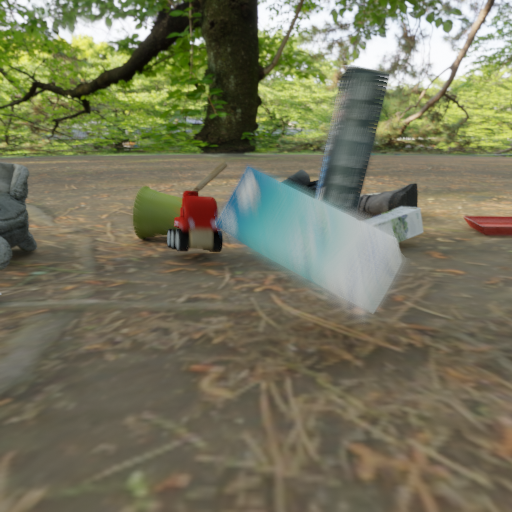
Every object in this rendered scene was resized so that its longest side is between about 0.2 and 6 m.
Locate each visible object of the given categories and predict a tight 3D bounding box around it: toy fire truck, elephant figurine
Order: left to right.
[{"bbox_3d":[-4.915,-0.705,10.167,3.088,2.395,2.185,14,-26,12],"label":"elephant figurine"},{"bbox_3d":[-0.976,-0.921,10.119,1.056,1.641,1.444,1,4,-17],"label":"toy fire truck"}]

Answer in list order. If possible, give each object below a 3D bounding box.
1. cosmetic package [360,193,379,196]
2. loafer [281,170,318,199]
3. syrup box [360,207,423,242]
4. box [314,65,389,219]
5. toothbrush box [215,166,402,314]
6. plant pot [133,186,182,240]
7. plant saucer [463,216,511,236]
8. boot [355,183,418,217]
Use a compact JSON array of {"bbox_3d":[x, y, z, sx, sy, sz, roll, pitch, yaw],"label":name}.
[{"bbox_3d":[3.548,-1.647,16.762,0.913,0.398,0.472,-8,16,-33],"label":"cosmetic package"},{"bbox_3d":[1.142,-1.802,15.626,3.425,1.202,1.163,-5,14,-19],"label":"loafer"},{"bbox_3d":[2.678,-0.561,11.228,1.343,0.529,0.547,-20,18,-28],"label":"syrup box"},{"bbox_3d":[1.850,-2.071,11.808,0.792,3.442,2.736,12,14,2],"label":"box"},{"bbox_3d":[0.663,-0.143,6.459,1.859,0.793,1.361,28,-1,18],"label":"toothbrush box"},{"bbox_3d":[-1.874,-0.857,11.859,1.090,1.148,1.148,7,14,11],"label":"plant pot"},{"bbox_3d":[5.689,-0.686,12.936,1.428,0.263,1.431,1,14,3],"label":"plant saucer"},{"bbox_3d":[3.343,-1.468,15.093,1.699,0.901,2.580,2,8,29],"label":"boot"}]
